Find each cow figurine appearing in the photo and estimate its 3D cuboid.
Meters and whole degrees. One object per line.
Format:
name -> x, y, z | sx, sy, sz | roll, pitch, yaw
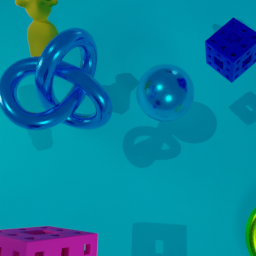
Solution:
cow figurine -> -1.732, -1.945, 5.641 | 0.772, 1.384, 1.406 | -7, 81, -11

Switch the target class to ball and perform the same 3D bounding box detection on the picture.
ball -> 0.843, -0.793, 6.365 | 1.304, 1.304, 1.304 | 0, 77, 0

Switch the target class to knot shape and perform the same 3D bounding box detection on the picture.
knot shape -> -1.057, -0.797, 4.691 | 1.890, 0.873, 1.768 | 15, 109, -28

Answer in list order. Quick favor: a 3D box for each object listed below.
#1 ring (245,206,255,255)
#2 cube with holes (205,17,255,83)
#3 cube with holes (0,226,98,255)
ring -> 3.359, 2.305, 5.640 | 1.931, 0.386, 1.931 | -10, 73, 37
cube with holes -> 2.051, -1.511, 5.495 | 0.730, 0.730, 0.730 | -40, 62, -2
cube with holes -> -1.229, 1.982, 3.712 | 1.137, 1.137, 1.137 | -8, 73, 37
